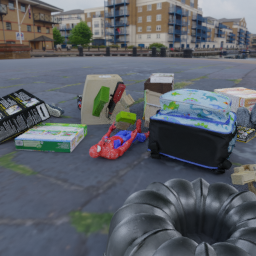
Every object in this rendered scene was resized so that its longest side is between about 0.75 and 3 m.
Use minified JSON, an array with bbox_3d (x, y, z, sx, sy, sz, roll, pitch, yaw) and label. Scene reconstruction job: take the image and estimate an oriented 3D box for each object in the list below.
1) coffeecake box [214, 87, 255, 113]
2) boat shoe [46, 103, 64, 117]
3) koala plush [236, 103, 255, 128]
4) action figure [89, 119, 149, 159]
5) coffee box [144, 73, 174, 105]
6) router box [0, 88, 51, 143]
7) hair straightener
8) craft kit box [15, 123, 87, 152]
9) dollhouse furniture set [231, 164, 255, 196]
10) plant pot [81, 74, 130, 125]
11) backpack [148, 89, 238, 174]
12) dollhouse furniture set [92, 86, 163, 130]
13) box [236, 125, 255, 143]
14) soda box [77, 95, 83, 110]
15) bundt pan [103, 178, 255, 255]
[{"bbox_3d":[5.480,-1.323,13.393,1.734,0.825,2.259,-6,19,-18],"label":"coffeecake box"},{"bbox_3d":[-3.278,-0.824,12.223,1.182,0.443,0.365,17,31,31],"label":"boat shoe"},{"bbox_3d":[5.339,-1.049,10.341,2.002,2.179,1.932,-10,20,-31],"label":"koala plush"},{"bbox_3d":[-0.176,0.309,8.659,0.974,0.770,2.978,16,25,29],"label":"action figure"},{"bbox_3d":[1.451,-1.484,12.606,1.141,1.616,2.859,2,17,10],"label":"coffee box"},{"bbox_3d":[-4.323,-0.529,10.189,2.126,0.728,2.851,-29,30,-24],"label":"router box"},{"bbox_3d":[-0.495,-1.004,10.305,0.323,1.580,0.608,9,29,-20],"label":"hair straightener"},{"bbox_3d":[-2.447,0.268,9.220,1.787,0.434,1.765,3,21,8],"label":"craft kit box"},{"bbox_3d":[2.630,1.249,6.187,1.251,0.695,1.106,-8,-5,-23],"label":"dollhouse furniture set"},{"bbox_3d":[-1.016,-1.291,11.787,2.002,1.773,2.000,-3,18,-8],"label":"plant pot"},{"bbox_3d":[1.980,-0.136,8.074,2.332,1.873,2.548,12,17,22],"label":"backpack"},{"bbox_3d":[0.215,-0.636,10.433,2.897,1.448,1.118,11,-28,-17],"label":"dollhouse furniture set"},{"bbox_3d":[3.891,0.186,9.692,0.815,0.252,1.020,17,25,39],"label":"box"},{"bbox_3d":[-1.353,-1.296,13.566,2.097,0.664,0.742,-11,22,-28],"label":"soda box"},{"bbox_3d":[1.033,1.616,3.940,2.899,1.088,2.899,1,18,0],"label":"bundt pan"}]
